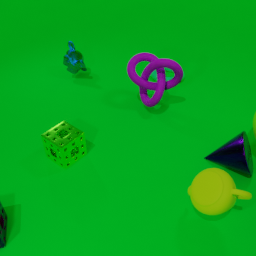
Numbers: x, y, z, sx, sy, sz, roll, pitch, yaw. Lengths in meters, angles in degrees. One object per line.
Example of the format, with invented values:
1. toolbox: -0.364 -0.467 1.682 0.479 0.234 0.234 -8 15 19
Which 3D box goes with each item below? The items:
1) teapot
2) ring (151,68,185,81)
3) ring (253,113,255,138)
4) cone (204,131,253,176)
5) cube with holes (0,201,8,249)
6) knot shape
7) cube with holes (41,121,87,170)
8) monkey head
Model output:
1. teapot: 1.767 1.347 5.802 1.541 0.754 0.958 -10 57 47
2. ring: 1.576 -2.148 11.155 1.347 0.269 1.347 1 38 -1
3. ring: 4.237 0.179 7.424 2.031 0.406 2.031 8 61 -15
4. cone: 2.596 0.736 7.472 1.162 1.158 1.158 -11 32 30
5. cube with holes: -2.995 2.011 5.760 0.759 0.759 0.759 -10 41 -12
6. knot shape: 0.720 -1.688 8.916 1.643 1.756 0.811 46 26 6
7. cube with holes: -1.714 0.462 7.603 0.805 0.805 0.805 28 47 29
8. monkey head: -1.957 -2.615 10.818 1.002 1.393 0.840 4 49 30
